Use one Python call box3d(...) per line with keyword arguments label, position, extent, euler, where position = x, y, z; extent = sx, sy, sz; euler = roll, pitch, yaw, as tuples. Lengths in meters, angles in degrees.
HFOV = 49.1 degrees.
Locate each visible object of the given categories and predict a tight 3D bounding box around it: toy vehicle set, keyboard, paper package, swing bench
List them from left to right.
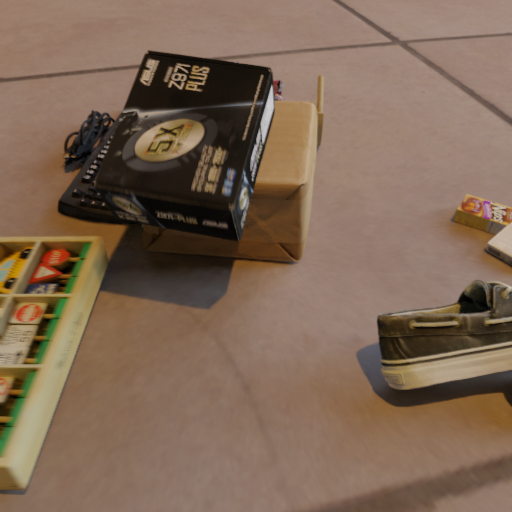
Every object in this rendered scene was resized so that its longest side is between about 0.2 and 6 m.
box3d(label="toy vehicle set", position=(-3.707, 1.154, 7.593), extent=(2.468, 0.527, 3.972), euler=(-1, 40, 3))
box3d(label="keyboard", position=(-2.843, -2.416, 11.700), extent=(2.439, 0.929, 4.687), euler=(4, 39, 5))
box3d(label="paper package", position=(-0.412, -1.489, 10.041), extent=(2.907, 1.578, 3.050), euler=(3, 41, 6))
box3d(label="swing bench", position=(0.573, -3.091, 12.358), extent=(1.760, 1.148, 1.769), euler=(4, 45, 4))

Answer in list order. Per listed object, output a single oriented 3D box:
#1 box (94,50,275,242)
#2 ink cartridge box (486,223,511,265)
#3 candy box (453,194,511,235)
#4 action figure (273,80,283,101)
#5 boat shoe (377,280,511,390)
box3d(label="box", position=(-0.918, -1.611, 8.076), extent=(1.945, 1.023, 2.376), euler=(11, 68, 9))
box3d(label="ink cartridge box", position=(4.485, -0.218, 9.456), extent=(0.931, 0.233, 0.755), euler=(-34, 49, -21))
box3d(label="candy box", position=(4.200, -0.712, 10.112), extent=(1.063, 0.300, 0.620), euler=(23, 44, 23))
box3d(label="action figure", position=(0.191, -4.218, 14.295), extent=(1.010, 0.677, 0.752), euler=(-4, 81, 12))
box3d(label="boat shoe", position=(3.073, 0.858, 7.309), extent=(3.136, 1.112, 1.130), euler=(-12, 2, -14))
